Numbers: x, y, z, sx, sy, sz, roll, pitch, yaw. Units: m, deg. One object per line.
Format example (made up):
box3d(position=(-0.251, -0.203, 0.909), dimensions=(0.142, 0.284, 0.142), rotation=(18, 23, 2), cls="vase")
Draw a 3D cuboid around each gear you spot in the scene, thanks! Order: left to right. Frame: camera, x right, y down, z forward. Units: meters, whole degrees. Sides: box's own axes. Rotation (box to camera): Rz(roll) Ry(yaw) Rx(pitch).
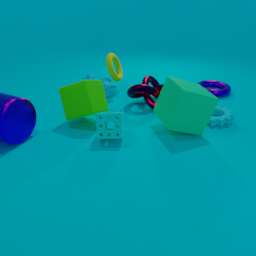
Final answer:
box3d(position=(2.905, -0.415, 9.335), dimensions=(1.144, 0.212, 1.144), rotation=(-4, 28, 2), cls="gear")

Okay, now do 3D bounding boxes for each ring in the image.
box3d(position=(-0.541, -2.447, 11.339), dimensions=(0.236, 1.182, 1.182), rotation=(-13, 24, 20), cls="ring")
box3d(position=(3.510, -1.647, 11.589), dimensions=(1.461, 0.292, 1.461), rotation=(0, 28, 0), cls="ring")

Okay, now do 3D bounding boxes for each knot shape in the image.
box3d(position=(0.779, -1.318, 10.273), dimensions=(1.670, 0.824, 1.784), rotation=(0, 30, -17), cls="knot shape")

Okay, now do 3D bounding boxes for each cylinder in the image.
box3d(position=(-3.593, -0.321, 8.054), dimensions=(1.341, 1.341, 1.341), rotation=(14, 32, 25), cls="cylinder")

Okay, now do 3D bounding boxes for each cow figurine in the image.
box3d(position=(-1.140, -1.660, 10.808), dimensions=(1.110, 0.619, 1.128), rotation=(-3, 33, -33), cls="cow figurine")

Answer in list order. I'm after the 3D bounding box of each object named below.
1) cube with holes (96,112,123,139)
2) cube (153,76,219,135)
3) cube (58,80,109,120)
box3d(position=(-0.512, -0.081, 8.036), dimensions=(0.705, 0.705, 0.705), rotation=(-1, 5, 1), cls="cube with holes")
box3d(position=(1.705, -0.676, 8.454), dimensions=(1.236, 1.236, 1.236), rotation=(10, 26, -24), cls="cube")
box3d(position=(-1.384, -0.900, 8.890), dimensions=(1.034, 1.034, 1.034), rotation=(-12, 4, 25), cls="cube")
